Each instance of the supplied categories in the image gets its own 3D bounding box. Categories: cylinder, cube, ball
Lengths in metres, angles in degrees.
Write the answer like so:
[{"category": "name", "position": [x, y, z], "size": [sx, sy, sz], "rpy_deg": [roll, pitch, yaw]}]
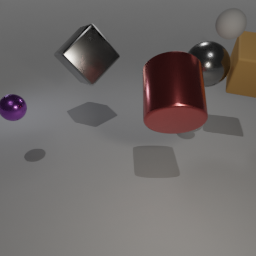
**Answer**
[{"category": "cylinder", "position": [1.041, -0.767, 6.410], "size": [1.400, 1.400, 1.400], "rpy_deg": [0, 66, 1]}, {"category": "cube", "position": [3.930, -1.923, 8.636], "size": [1.400, 1.400, 1.400], "rpy_deg": [11, 55, 9]}, {"category": "ball", "position": [2.462, -1.984, 8.751], "size": [1.400, 1.400, 1.400], "rpy_deg": [0, 29, 0]}, {"category": "ball", "position": [-2.989, -0.528, 7.261], "size": [0.700, 0.700, 0.700], "rpy_deg": [0, 29, 0]}, {"category": "ball", "position": [2.430, -2.457, 6.616], "size": [0.700, 0.700, 0.700], "rpy_deg": [0, 29, 0]}, {"category": "cube", "position": [-1.410, -2.450, 9.469], "size": [1.400, 1.400, 1.400], "rpy_deg": [-48, 27, -7]}]
